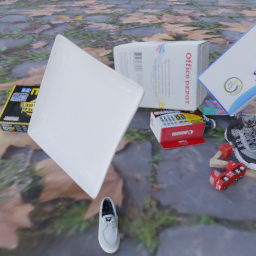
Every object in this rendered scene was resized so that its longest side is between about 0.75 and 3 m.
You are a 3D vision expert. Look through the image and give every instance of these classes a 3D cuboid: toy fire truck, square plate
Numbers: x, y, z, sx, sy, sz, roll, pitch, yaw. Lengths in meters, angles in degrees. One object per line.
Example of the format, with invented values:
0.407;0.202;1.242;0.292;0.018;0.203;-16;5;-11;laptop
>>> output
2.707;1.070;7.909;1.515;0.369;1.068;-23;40;-28;toy fire truck
-0.984;-0.265;5.754;2.465;2.489;0.354;37;25;28;square plate

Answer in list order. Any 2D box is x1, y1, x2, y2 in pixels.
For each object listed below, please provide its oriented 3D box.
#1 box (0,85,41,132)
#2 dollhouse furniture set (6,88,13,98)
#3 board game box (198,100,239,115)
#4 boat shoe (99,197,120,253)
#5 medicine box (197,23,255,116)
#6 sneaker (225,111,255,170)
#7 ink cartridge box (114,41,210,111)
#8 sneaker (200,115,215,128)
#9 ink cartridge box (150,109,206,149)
-3.136;-0.684;9.890;2.263;0.558;1.807;3;51;5;box
-4.026;-0.919;10.567;0.832;0.643;1.665;-22;40;-29;dollhouse furniture set
3.376;-0.764;10.467;1.333;0.300;1.014;0;21;0;board game box
-0.456;2.116;6.292;0.456;0.466;1.308;-5;35;-7;boat shoe
2.837;-1.340;6.398;1.133;2.005;2.201;51;20;12;medicine box
3.586;0.259;8.372;0.780;1.177;2.068;-5;35;-7;sneaker
1.304;-2.000;10.201;2.960;2.151;2.141;7;22;25;ink cartridge box
2.708;-0.203;9.841;0.349;0.310;0.827;-11;26;-21;sneaker
1.680;-0.024;9.258;1.542;0.647;1.354;-8;36;-12;ink cartridge box
